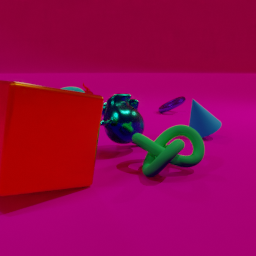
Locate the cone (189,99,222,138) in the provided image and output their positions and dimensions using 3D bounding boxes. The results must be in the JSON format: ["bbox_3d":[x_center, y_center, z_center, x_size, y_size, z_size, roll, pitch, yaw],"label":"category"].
[{"bbox_3d":[1.739,-0.337,6.887,0.858,0.862,0.858,-23,19,9],"label":"cone"}]

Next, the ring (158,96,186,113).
[{"bbox_3d":[1.680,-0.899,10.730,1.129,0.226,1.129,-26,8,4],"label":"ring"}]

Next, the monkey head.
[{"bbox_3d":[-0.259,-0.133,5.787,1.162,0.973,1.615,-8,-20,28],"label":"monkey head"}]

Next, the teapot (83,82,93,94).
[{"bbox_3d":[-1.658,-1.092,10.509,0.643,1.314,0.817,22,-26,-25],"label":"teapot"}]

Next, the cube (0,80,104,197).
[{"bbox_3d":[-1.336,0.070,4.049,1.334,1.334,1.334,4,6,-44],"label":"cube"}]

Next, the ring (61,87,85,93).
[{"bbox_3d":[-1.668,-0.719,7.514,1.121,0.224,1.121,-20,-21,-8],"label":"ring"}]

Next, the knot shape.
[{"bbox_3d":[0.572,0.343,4.761,1.233,0.570,1.154,-23,23,-37],"label":"knot shape"}]
